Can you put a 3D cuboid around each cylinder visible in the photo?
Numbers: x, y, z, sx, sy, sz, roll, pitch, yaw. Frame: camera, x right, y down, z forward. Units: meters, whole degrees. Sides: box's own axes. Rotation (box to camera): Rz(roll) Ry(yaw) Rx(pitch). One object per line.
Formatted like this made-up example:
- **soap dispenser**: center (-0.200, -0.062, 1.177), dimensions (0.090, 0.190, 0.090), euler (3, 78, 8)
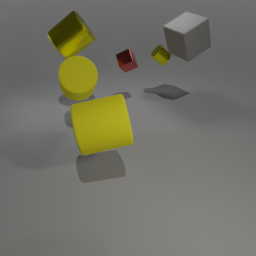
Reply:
- **cylinder**: center (-2.267, -3.737, 11.360), dimensions (1.400, 1.400, 1.400), euler (-35, 28, 12)
- **cylinder**: center (-0.685, -0.090, 7.516), dimensions (1.400, 1.400, 1.400), euler (-13, 30, -3)
- **cylinder**: center (1.576, -3.480, 13.429), dimensions (0.700, 0.700, 0.700), euler (36, 18, -25)
- **cylinder**: center (-1.906, -1.840, 10.640), dimensions (1.400, 1.400, 1.400), euler (-7, -4, -12)

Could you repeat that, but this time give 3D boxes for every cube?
- **cube**: center (-0.046, -3.094, 12.908), dimensions (0.700, 0.700, 0.700), euler (-20, -18, 18)
- **cube**: center (2.629, -4.052, 12.404), dimensions (1.400, 1.400, 1.400), euler (-35, 45, -13)
